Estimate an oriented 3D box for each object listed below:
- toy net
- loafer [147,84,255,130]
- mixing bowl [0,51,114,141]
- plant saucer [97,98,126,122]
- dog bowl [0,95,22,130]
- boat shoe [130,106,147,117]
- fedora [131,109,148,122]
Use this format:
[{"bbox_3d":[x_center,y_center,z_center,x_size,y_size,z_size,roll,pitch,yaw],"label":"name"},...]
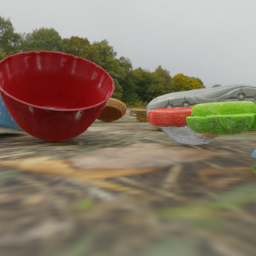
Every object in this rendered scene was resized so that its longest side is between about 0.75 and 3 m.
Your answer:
[{"bbox_3d":[0.821,0.059,2.766,1.478,0.544,2.818,-3,3,-9],"label":"toy net"},{"bbox_3d":[1.912,-0.469,6.298,2.991,1.046,1.044,-1,12,-2],"label":"loafer"},{"bbox_3d":[-1.070,-0.386,4.141,1.632,0.884,1.632,10,36,-7],"label":"mixing bowl"},{"bbox_3d":[-0.754,-0.595,9.940,1.400,0.262,1.400,1,-29,1],"label":"plant saucer"},{"bbox_3d":[-2.981,-0.499,4.819,2.919,0.724,1.627,9,-6,-11],"label":"dog bowl"},{"bbox_3d":[1.303,-0.894,13.461,2.477,0.889,0.938,0,4,-6],"label":"boat shoe"},{"bbox_3d":[0.677,-0.465,10.368,1.149,0.469,1.149,4,4,0],"label":"fedora"}]
